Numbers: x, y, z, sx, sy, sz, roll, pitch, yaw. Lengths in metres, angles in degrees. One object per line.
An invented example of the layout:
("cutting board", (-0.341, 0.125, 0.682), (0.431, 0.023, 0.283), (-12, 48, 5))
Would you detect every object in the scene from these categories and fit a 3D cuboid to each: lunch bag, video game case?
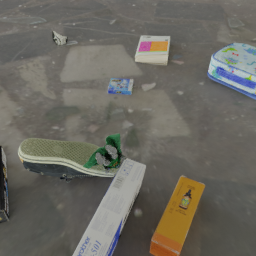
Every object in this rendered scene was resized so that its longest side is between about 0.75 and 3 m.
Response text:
("lunch bag", (4.500, -2.173, 10.528), (2.641, 1.089, 2.123), (32, 50, 30))
("video game case", (-0.269, -1.573, 10.539), (0.879, 0.200, 0.797), (4, 42, 5))

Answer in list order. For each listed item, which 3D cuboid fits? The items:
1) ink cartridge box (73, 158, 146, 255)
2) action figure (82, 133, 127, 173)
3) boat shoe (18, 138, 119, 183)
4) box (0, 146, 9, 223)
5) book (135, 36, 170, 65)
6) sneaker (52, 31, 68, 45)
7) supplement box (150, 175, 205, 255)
("ink cartridge box", (-0.353, 1.942, 5.922), (0.559, 1.189, 2.530), (20, 45, 11))
("action figure", (-0.380, 0.696, 6.263), (0.972, 1.646, 0.450), (-39, 75, -4))
("boat shoe", (-1.529, 0.898, 7.382), (2.596, 0.808, 0.969), (9, 41, -11))
("box", (-4.135, 1.562, 6.873), (2.180, 0.542, 2.164), (-13, 43, -14))
("book", (1.136, -3.585, 12.563), (1.402, 0.504, 2.098), (5, 42, 9))
("sneaker", (-3.260, -4.322, 13.487), (0.609, 0.399, 1.058), (-13, 51, -27))
("supplement box", (1.143, 1.996, 6.319), (0.628, 0.649, 1.887), (20, 48, 20))
